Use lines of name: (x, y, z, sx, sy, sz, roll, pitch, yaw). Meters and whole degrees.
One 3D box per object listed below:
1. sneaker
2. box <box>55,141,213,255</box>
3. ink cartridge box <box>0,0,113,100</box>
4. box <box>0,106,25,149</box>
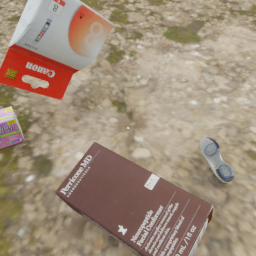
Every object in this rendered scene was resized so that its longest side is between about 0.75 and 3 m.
sneaker: (2.243, 0.854, 7.282, 0.495, 0.579, 1.329, -20, 63, -1)
box: (0.111, 1.670, 6.015, 2.999, 1.124, 1.502, 24, 65, 26)
ink cartridge box: (-2.031, -2.207, 7.981, 0.746, 2.977, 2.414, 36, 14, 36)
box: (-3.499, 0.035, 7.781, 0.913, 1.038, 0.502, -19, 54, -17)
